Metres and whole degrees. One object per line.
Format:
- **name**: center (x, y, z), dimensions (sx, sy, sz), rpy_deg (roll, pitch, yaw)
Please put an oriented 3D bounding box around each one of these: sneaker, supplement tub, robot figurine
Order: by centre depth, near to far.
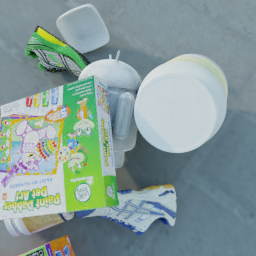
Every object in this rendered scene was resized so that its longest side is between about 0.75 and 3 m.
- **supplement tub**: center (1.298, -0.661, 6.498), dimensions (1.896, 2.616, 1.896), rpy_deg (7, 110, 18)
- **sneaker**: center (0.026, 2.007, 6.632), dimensions (2.536, 0.955, 1.118), rpy_deg (-4, 78, -15)
- **supplement tub**: center (-2.142, 1.943, 6.788), dimensions (1.428, 1.031, 1.031), rpy_deg (-20, 74, -5)
- **robot figurine**: center (-0.491, -0.439, 6.851), dimensions (1.568, 2.354, 2.776), rpy_deg (3, 98, -29)
- **sneaker**: center (-1.896, -1.896, 8.077), dimensions (2.421, 0.945, 1.031), rpy_deg (34, 93, 15)

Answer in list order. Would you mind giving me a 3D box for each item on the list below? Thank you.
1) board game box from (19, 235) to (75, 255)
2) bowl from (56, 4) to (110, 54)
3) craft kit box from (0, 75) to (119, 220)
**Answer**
- **board game box**: center (-2.033, 3.636, 5.779), dimensions (1.951, 1.950, 1.950), rpy_deg (-22, 75, -6)
- **bowl**: center (-1.264, -2.904, 8.111), dimensions (1.273, 1.271, 0.475), rpy_deg (-16, 45, 18)
- **craft kit box**: center (-1.558, 0.478, 5.858), dimensions (2.601, 0.631, 2.569), rpy_deg (-14, 75, 22)
